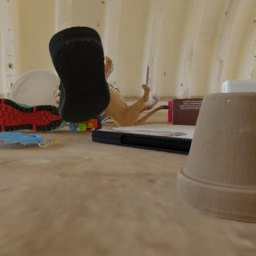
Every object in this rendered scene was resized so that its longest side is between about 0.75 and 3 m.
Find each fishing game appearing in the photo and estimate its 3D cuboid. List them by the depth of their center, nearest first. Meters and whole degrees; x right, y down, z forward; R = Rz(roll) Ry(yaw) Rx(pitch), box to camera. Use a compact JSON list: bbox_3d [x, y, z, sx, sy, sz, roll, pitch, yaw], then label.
[{"bbox_3d":[-1.852,0.198,4.555,1.358,0.211,0.972,8,5,1],"label":"fishing game"}]

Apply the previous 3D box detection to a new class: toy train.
[{"bbox_3d":[-0.912,-0.084,6.787,0.617,0.451,1.066,-18,16,-42],"label":"toy train"}]

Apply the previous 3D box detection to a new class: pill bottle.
[{"bbox_3d":[-1.104,-0.940,10.015,1.578,1.578,2.970,0,5,5],"label":"pill bottle"}]

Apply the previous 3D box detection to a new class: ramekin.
[{"bbox_3d":[-2.920,-0.961,9.439,1.854,1.854,0.863,-1,-6,-8],"label":"ramekin"}]

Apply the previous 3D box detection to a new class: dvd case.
[{"bbox_3d":[1.048,0.150,4.726,2.840,0.249,2.026,5,6,43],"label":"dvd case"}]

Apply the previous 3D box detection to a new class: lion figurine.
[{"bbox_3d":[-0.444,-0.709,7.491,2.863,1.753,1.037,34,4,-5],"label":"lion figurine"}]

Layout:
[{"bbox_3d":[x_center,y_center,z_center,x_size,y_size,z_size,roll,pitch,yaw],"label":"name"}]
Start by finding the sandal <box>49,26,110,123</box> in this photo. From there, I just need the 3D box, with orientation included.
[{"bbox_3d":[-0.904,-0.964,5.518,1.110,0.707,2.953,-11,-23,-14],"label":"sandal"}]

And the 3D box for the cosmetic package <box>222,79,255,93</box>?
[{"bbox_3d":[4.279,-0.889,9.693,1.820,1.513,1.523,0,5,14],"label":"cosmetic package"}]

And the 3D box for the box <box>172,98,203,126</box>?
[{"bbox_3d":[1.516,-0.275,6.498,0.819,0.811,0.987,2,5,20],"label":"box"}]

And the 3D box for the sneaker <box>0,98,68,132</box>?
[{"bbox_3d":[-2.510,-0.207,7.034,2.059,0.816,0.983,9,-4,6],"label":"sneaker"}]

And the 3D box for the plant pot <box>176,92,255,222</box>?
[{"bbox_3d":[0.768,0.134,1.941,0.847,0.739,0.847,0,3,0],"label":"plant pot"}]

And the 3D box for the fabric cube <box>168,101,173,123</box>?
[{"bbox_3d":[2.082,-0.628,10.784,0.836,0.833,0.820,4,7,42],"label":"fabric cube"}]
